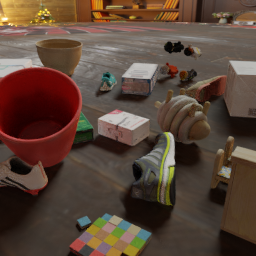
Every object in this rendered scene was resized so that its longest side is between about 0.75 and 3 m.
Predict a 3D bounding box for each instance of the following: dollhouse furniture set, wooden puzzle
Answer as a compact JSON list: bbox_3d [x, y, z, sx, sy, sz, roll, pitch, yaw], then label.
[{"bbox_3d":[3.050,0.952,6.090,2.294,1.739,2.618,16,30,30],"label":"dollhouse furniture set"},{"bbox_3d":[-0.303,2.195,5.373,1.927,0.135,1.143,16,30,30],"label":"wooden puzzle"}]

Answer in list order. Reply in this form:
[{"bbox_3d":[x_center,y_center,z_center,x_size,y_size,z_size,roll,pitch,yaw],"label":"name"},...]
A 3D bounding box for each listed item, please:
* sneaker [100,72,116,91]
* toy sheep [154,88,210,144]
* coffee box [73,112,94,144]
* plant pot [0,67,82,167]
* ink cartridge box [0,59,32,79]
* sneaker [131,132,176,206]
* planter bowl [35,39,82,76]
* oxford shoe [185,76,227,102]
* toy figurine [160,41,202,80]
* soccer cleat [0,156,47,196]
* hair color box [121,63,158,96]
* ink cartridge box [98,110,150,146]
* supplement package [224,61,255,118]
[{"bbox_3d":[-0.993,-2.488,14.284,0.755,0.776,1.948,1,25,1],"label":"sneaker"},{"bbox_3d":[1.694,-0.358,9.009,1.608,1.608,2.333,-15,37,-28],"label":"toy sheep"},{"bbox_3d":[-2.138,-0.124,9.734,1.380,0.493,2.244,-11,29,-22],"label":"coffee box"},{"bbox_3d":[-2.326,-0.094,7.356,2.264,2.004,2.264,5,56,-7],"label":"plant pot"},{"bbox_3d":[-4.717,-1.251,10.295,2.015,2.024,2.759,-2,25,-3],"label":"ink cartridge box"},{"bbox_3d":[0.672,0.885,7.190,1.079,0.985,2.667,1,24,8],"label":"sneaker"},{"bbox_3d":[-3.944,-4.065,16.342,2.604,1.753,2.604,2,29,-1],"label":"planter bowl"},{"bbox_3d":[3.780,-1.985,13.107,2.615,0.926,0.965,-20,30,-35],"label":"oxford shoe"},{"bbox_3d":[2.844,-3.657,15.311,1.397,2.007,1.976,-9,29,-44],"label":"toy figurine"},{"bbox_3d":[-2.978,1.076,6.801,2.121,0.903,0.728,6,26,10],"label":"soccer cleat"},{"bbox_3d":[0.669,-2.547,14.285,1.425,0.863,2.851,6,27,12],"label":"hair color box"},{"bbox_3d":[-0.132,-0.043,9.440,1.455,0.602,1.066,18,31,32],"label":"ink cartridge box"},{"bbox_3d":[5.016,-1.623,11.404,1.729,1.717,2.279,5,26,9],"label":"supplement package"}]
